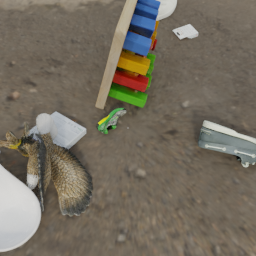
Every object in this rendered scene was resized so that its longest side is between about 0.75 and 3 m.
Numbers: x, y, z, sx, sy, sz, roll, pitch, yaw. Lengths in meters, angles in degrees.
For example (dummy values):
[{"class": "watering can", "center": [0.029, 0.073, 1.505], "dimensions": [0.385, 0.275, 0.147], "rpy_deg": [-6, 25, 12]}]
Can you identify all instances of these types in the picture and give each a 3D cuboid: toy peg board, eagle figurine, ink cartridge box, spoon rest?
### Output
[{"class": "toy peg board", "center": [0.297, -2.344, 8.362], "dimensions": [1.446, 2.944, 2.957], "rpy_deg": [17, 53, -6]}, {"class": "eagle figurine", "center": [-1.943, 0.906, 6.631], "dimensions": [2.361, 1.782, 1.791], "rpy_deg": [27, 38, 32]}, {"class": "ink cartridge box", "center": [-2.000, 0.159, 7.855], "dimensions": [1.183, 0.261, 1.205], "rpy_deg": [29, 50, 20]}, {"class": "ink cartridge box", "center": [2.243, -3.714, 10.972], "dimensions": [0.803, 0.201, 0.651], "rpy_deg": [-23, 57, -8]}, {"class": "spoon rest", "center": [-3.036, 1.474, 6.560], "dimensions": [1.428, 0.871, 2.875], "rpy_deg": [-26, 56, -19]}]

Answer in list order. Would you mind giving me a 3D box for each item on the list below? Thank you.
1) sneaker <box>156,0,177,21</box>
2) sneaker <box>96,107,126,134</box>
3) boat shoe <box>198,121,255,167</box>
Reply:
[{"class": "sneaker", "center": [1.139, -5.115, 11.378], "dimensions": [1.051, 1.222, 2.886], "rpy_deg": [30, 57, 23]}, {"class": "sneaker", "center": [-0.419, -0.196, 8.180], "dimensions": [1.031, 0.402, 0.439], "rpy_deg": [-42, 70, -17]}, {"class": "boat shoe", "center": [3.093, 0.593, 7.455], "dimensions": [2.530, 0.921, 0.782], "rpy_deg": [23, 99, 8]}]
